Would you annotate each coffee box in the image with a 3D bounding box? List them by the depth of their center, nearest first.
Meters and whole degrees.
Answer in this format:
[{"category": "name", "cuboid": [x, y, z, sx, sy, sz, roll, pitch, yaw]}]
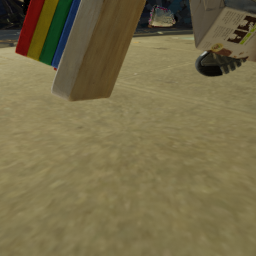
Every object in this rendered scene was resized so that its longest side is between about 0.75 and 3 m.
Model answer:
[{"category": "coffee box", "cuboid": [2.472, -1.984, 5.026, 2.470, 0.986, 1.396, 8, 61, -12]}]

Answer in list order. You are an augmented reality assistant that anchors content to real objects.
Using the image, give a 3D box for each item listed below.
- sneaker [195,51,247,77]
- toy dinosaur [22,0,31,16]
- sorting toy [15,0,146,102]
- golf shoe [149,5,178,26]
[{"category": "sneaker", "cuboid": [2.586, -2.088, 7.222, 2.178, 0.817, 1.258, -26, 28, 2]}, {"category": "toy dinosaur", "cuboid": [-2.429, -3.350, 8.144, 1.434, 2.807, 1.905, -51, 9, -11]}, {"category": "sorting toy", "cuboid": [-0.491, -2.012, 4.620, 1.017, 2.922, 2.905, 22, 9, 3]}, {"category": "golf shoe", "cuboid": [1.238, -3.800, 9.548, 0.795, 0.627, 1.726, 22, 32, 13]}]
